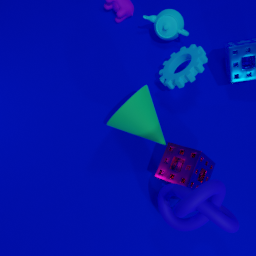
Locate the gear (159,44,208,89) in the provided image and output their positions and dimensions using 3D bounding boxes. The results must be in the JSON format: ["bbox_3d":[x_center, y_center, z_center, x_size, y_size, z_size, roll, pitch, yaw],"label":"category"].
[{"bbox_3d":[1.592,-1.802,8.219,1.454,0.269,1.454,-29,39,26],"label":"gear"}]

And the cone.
[{"bbox_3d":[0.479,-0.082,7.416,1.489,1.483,1.483,46,74,1],"label":"cone"}]

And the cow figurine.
[{"bbox_3d":[-0.173,-4.623,9.966,1.410,0.786,1.433,-38,88,-17],"label":"cow figurine"}]

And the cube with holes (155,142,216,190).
[{"bbox_3d":[1.475,1.074,7.189,0.963,0.963,0.963,15,76,43],"label":"cube with holes"}]

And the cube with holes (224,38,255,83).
[{"bbox_3d":[3.514,-2.049,8.402,1.034,1.034,1.034,-7,111,14],"label":"cube with holes"}]

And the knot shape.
[{"bbox_3d":[1.559,1.707,6.198,1.870,1.750,0.864,6,57,12],"label":"knot shape"}]

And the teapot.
[{"bbox_3d":[1.251,-3.338,9.081,1.568,0.975,0.768,25,31,5],"label":"teapot"}]
